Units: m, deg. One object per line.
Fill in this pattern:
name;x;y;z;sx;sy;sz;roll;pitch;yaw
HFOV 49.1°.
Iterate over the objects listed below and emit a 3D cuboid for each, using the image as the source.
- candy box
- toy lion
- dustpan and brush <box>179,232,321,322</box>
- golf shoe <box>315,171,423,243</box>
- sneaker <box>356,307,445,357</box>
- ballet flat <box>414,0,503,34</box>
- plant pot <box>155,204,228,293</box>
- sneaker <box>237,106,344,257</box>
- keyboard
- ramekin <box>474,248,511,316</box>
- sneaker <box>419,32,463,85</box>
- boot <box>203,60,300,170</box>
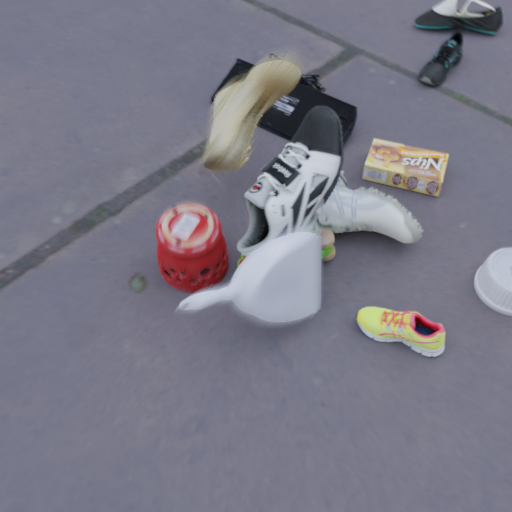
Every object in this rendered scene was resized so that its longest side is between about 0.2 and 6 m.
candy box;3.200;-1.908;12.021;1.648;0.456;0.952;16;53;13
toy lion;0.491;0.099;10.367;1.541;0.552;1.608;18;59;23
dustpan and brush;-0.069;0.534;8.932;2.296;1.602;0.657;-21;35;-26
golf shoe;1.822;-0.765;10.958;2.790;1.092;1.356;33;80;26
sneaker;2.450;1.131;9.409;1.533;0.692;0.599;16;54;14
ballet flat;5.723;-6.816;15.766;2.394;0.819;0.814;6;38;5
plant pot;-1.160;-0.173;10.142;1.314;1.196;1.314;1;54;-2
sneaker;0.509;-1.158;9.336;1.273;2.876;1.066;9;15;-38
keyboard;0.801;-3.639;13.509;3.616;0.716;1.882;31;80;21
ramekin;4.602;0.410;10.030;1.208;0.634;1.208;0;51;0
sneaker;4.784;-5.097;14.438;0.716;0.753;1.899;29;58;19
boot;-0.136;-2.556;10.436;2.182;0.794;1.696;-12;58;45
